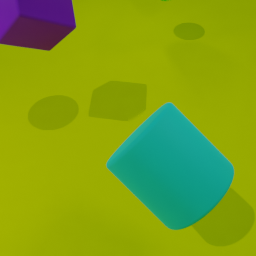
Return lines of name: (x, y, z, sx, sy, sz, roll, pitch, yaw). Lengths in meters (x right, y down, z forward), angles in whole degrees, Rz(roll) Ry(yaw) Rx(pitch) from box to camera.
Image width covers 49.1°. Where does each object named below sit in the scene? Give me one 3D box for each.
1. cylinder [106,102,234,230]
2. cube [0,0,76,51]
cylinder: (0.582, 0.527, 4.044, 1.301, 1.301, 1.301, 45, 62, -2)
cube: (-1.924, -2.402, 5.627, 1.190, 1.190, 1.190, -4, 81, -43)
